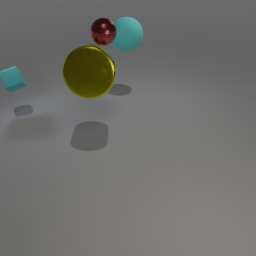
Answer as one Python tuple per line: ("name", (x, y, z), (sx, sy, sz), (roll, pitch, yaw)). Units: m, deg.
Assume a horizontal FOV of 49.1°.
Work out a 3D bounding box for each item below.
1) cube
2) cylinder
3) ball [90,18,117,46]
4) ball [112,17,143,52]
("cube", (-4.563, -1.924, 11.118), (0.700, 0.700, 0.700), (-23, -1, -8))
("cylinder", (-1.060, -1.649, 8.028), (1.400, 1.400, 1.400), (-1, 18, -2))
("ball", (-0.648, -2.543, 7.414), (0.700, 0.700, 0.700), (0, 32, 0))
("ball", (-0.060, -3.952, 11.858), (1.400, 1.400, 1.400), (0, 32, 0))
